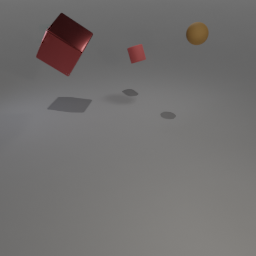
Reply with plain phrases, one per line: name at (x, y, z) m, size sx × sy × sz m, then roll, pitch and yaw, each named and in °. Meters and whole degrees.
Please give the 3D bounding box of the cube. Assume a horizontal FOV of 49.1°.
cube at (-2.385, -3.132, 10.590) m, size 1.400 × 1.400 × 1.400 m, roll 30°, pitch 47°, yaw -15°

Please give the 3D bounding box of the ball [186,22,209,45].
ball at (2.207, -3.005, 8.927) m, size 0.700 × 0.700 × 0.700 m, roll 0°, pitch 29°, yaw 0°

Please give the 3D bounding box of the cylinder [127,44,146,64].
cylinder at (0.390, -3.342, 12.647) m, size 0.700 × 0.700 × 0.700 m, roll -16°, pitch 12°, yaw 3°
